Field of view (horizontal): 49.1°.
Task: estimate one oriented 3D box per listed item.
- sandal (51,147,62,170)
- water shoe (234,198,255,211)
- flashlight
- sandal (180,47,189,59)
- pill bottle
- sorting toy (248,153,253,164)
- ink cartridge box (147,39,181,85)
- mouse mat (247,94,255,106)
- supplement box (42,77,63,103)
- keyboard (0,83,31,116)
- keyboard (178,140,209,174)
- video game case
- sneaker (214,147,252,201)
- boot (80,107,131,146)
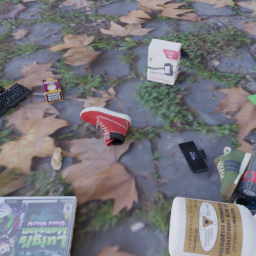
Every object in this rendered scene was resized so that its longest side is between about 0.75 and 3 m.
[{"bbox_3d":[-2.617,1.049,10.400,0.379,0.340,1.034,11,40,-18],"label":"sandal"},{"bbox_3d":[4.050,2.440,9.028,1.154,0.455,0.412,11,47,10],"label":"water shoe"},{"bbox_3d":[4.463,1.397,9.641,0.750,0.747,2.207,28,59,14],"label":"flashlight"},{"bbox_3d":[2.874,-4.438,15.856,0.597,0.336,1.569,-27,51,-24],"label":"sandal"},{"bbox_3d":[2.642,2.901,7.739,2.860,1.635,1.635,6,46,6],"label":"pill bottle"},{"bbox_3d":[5.017,1.468,10.167,1.423,0.190,1.060,31,53,27],"label":"sorting toy"},{"bbox_3d":[1.712,-3.149,13.493,1.391,1.922,0.810,14,50,13],"label":"ink cartridge box"},{"bbox_3d":[6.075,-1.340,13.039,0.885,0.033,0.712,-15,47,-13],"label":"mouse mat"},{"bbox_3d":[-3.519,-1.767,13.063,0.744,0.587,1.137,-14,47,-14],"label":"supplement box"},{"bbox_3d":[-5.899,-1.270,12.611,1.498,0.570,2.878,23,49,20],"label":"keyboard"},{"bbox_3d":[2.543,1.064,10.575,0.864,0.185,1.439,-12,48,-9],"label":"keyboard"},{"bbox_3d":[-3.012,3.188,8.396,2.690,0.314,2.446,0,46,0],"label":"video game case"},{"bbox_3d":[3.450,1.483,9.777,1.052,0.786,2.344,26,46,24],"label":"sneaker"},{"bbox_3d":[-1.060,-0.013,11.260,2.127,0.770,1.535,12,48,7],"label":"boot"}]
